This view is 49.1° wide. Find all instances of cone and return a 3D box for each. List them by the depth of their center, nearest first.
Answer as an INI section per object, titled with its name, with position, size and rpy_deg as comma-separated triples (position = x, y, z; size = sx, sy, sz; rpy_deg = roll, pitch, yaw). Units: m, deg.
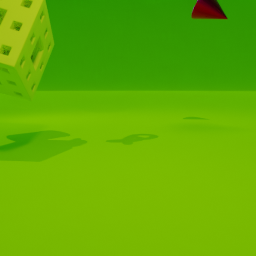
[cone]
position = 2.704, -3.666, 8.800
size = 1.012, 1.009, 1.009
rpy_deg = 37, 20, 15

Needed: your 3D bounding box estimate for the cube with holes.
[cube with holes]
position = -2.039, -1.362, 4.474
size = 1.227, 1.227, 1.227
rpy_deg = 16, -19, -3
